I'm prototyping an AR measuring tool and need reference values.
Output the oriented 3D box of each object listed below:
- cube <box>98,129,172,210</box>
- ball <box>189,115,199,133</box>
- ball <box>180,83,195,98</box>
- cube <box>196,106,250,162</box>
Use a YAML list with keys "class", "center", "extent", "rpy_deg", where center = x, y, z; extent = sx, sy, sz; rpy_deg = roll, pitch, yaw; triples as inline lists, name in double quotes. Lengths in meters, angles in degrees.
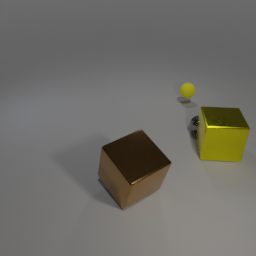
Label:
- class: "cube"
  center: [0.130, 1.157, 7.946]
  extent: [1.400, 1.400, 1.400]
  rpy_deg: [-23, 57, -29]
- class: "ball"
  center: [2.770, -0.146, 11.000]
  extent: [0.700, 0.700, 0.700]
  rpy_deg: [0, 32, 0]
- class: "ball"
  center: [2.758, -1.730, 12.961]
  extent: [0.700, 0.700, 0.700]
  rpy_deg: [0, 32, 0]
- class: "cube"
  center: [3.234, 0.193, 9.818]
  extent: [1.400, 1.400, 1.400]
  rpy_deg: [3, 33, 4]
